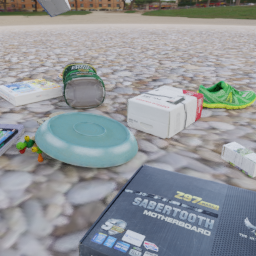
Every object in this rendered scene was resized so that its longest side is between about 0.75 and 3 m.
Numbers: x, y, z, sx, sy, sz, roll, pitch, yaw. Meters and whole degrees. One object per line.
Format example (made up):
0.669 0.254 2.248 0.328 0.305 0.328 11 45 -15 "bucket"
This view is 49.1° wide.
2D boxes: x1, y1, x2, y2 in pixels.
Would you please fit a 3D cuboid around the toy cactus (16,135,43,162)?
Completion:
-1.921 0.339 6.268 1.203 0.615 0.993 -24 15 -37 "toy cactus"

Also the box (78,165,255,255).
0.922 1.408 3.592 2.461 0.628 1.940 12 26 23 "box"

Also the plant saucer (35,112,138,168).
-0.884 0.133 6.326 2.321 0.318 2.321 9 23 -4 "plant saucer"

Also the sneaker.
3.143 -1.067 8.874 1.965 0.821 0.728 -1 23 -5 "sneaker"

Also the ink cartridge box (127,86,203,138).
1.043 -0.515 7.695 1.353 0.764 1.844 19 30 34 "ink cartridge box"

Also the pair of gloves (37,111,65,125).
-1.700 -0.157 7.600 1.274 0.223 1.083 17 33 37 "pair of gloves"

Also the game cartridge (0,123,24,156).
-3.314 0.347 6.370 1.222 0.362 1.885 -1 24 8 "game cartridge"

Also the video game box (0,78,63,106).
-3.483 -1.314 9.956 1.740 0.407 1.585 -20 34 -38 "video game box"

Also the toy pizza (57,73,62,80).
-2.386 -2.421 12.585 1.567 0.248 1.567 0 24 0 "toy pizza"

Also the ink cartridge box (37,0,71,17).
-1.850 -3.407 6.232 0.557 1.460 0.996 -17 -1 2 "ink cartridge box"

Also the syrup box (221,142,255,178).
2.333 0.623 5.696 0.331 0.343 0.841 -12 27 -25 "syrup box"

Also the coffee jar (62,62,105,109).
-1.593 -1.551 9.648 1.305 1.067 2.502 -5 24 -13 "coffee jar"
